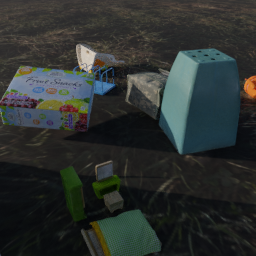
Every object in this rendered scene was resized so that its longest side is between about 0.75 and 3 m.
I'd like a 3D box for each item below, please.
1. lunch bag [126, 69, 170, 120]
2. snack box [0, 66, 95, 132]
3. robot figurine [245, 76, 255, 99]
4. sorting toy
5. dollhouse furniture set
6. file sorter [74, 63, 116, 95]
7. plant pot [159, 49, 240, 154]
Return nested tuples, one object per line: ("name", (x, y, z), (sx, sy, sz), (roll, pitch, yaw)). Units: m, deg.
("lunch bag", (1.411, -1.378, 10.509), (2.320, 1.364, 1.902), (-14, 33, -32))
("snack box", (-2.603, -1.054, 9.599), (2.725, 0.922, 2.298), (6, 43, -4))
("robot figurine", (5.306, -1.587, 11.294), (1.052, 0.853, 1.463), (-12, 33, -10))
("sorting toy", (-1.308, -3.475, 14.278), (1.982, 1.176, 2.202), (-10, 31, -30))
("dollhouse furniture set", (-0.378, 1.654, 5.789), (1.374, 1.052, 2.097), (-16, 35, -24))
("file sorter", (-1.469, -2.182, 12.188), (1.526, 0.936, 1.059), (15, 34, 24))
("plant pot", (2.168, -0.918, 8.483), (1.867, 2.642, 1.866), (-9, 32, -13))
